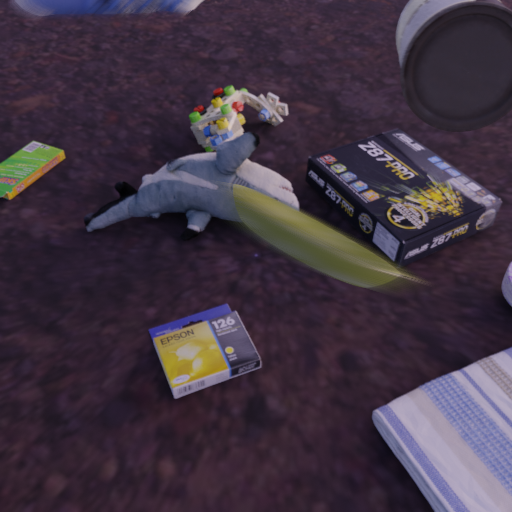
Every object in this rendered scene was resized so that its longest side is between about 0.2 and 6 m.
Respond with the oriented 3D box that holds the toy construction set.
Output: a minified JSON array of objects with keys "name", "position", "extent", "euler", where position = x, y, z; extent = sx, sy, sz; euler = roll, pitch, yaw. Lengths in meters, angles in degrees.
[{"name":"toy construction set","position":[-0.412,-2.668,10.605],"extent":[1.397,0.982,2.131],"euler":[6,31,41]}]

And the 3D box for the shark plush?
[{"name":"shark plush","position":[-1.031,-0.906,8.788],"extent":[3.299,1.499,1.374],"euler":[-8,75,-15]}]

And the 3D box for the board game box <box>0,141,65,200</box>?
[{"name":"board game box","position":[-4.217,-1.513,9.973],"extent":[0.743,0.233,1.555],"euler":[19,45,20]}]

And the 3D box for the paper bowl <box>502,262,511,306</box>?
[{"name":"paper bowl","position":[3.915,0.496,7.669],"extent":[1.039,0.541,1.039],"euler":[0,44,0]}]

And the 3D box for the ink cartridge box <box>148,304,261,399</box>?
[{"name":"ink cartridge box","position":[-0.691,1.131,7.229],"extent":[1.165,0.277,1.179],"euler":[-18,49,-17]}]

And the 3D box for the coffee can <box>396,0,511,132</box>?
[{"name":"coffee can","position":[1.960,-2.028,5.495],"extent":[1.118,1.118,1.527],"euler":[7,35,7]}]

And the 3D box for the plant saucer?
[{"name":"plant saucer","position":[0.501,-0.148,5.215],"extent":[1.728,0.268,1.728],"euler":[27,11,-6]}]

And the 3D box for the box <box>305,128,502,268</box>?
[{"name":"box","position":[2.331,-1.059,9.216],"extent":[2.026,0.617,2.514],"euler":[-19,47,-23]}]

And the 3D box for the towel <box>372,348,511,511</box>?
[{"name":"towel","position":[2.823,2.035,6.278],"extent":[2.582,0.307,1.897],"euler":[-18,45,-20]}]

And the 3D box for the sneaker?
[{"name":"sneaker","position":[-1.312,-3.344,6.362],"extent":[2.917,1.104,1.124],"euler":[-27,56,-23]}]
